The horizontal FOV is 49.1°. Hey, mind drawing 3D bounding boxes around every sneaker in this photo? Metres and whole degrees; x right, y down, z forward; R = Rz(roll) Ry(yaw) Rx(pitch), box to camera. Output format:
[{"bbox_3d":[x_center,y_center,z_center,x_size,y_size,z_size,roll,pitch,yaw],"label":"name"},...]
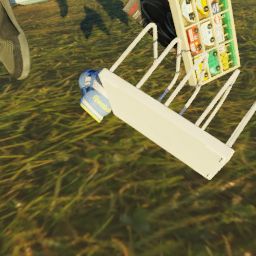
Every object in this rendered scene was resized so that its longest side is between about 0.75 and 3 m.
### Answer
[{"bbox_3d":[-3.001,-2.078,5.816,1.401,2.447,0.935,-23,0,-45],"label":"sneaker"},{"bbox_3d":[-0.614,-0.942,6.527,0.863,0.776,2.098,-42,31,14],"label":"sneaker"}]

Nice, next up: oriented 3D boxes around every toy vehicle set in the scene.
[{"bbox_3d":[1.572,-1.884,5.590,1.157,1.863,0.247,-27,28,-11],"label":"toy vehicle set"}]

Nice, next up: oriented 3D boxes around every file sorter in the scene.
[{"bbox_3d":[0.729,-0.360,3.794,1.782,1.236,1.109,35,78,17],"label":"file sorter"}]

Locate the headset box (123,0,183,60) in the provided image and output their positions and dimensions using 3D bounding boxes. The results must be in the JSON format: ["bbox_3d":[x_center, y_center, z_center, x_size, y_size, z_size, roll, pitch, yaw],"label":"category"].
[{"bbox_3d":[1.235,-3.487,8.288,1.080,2.797,2.081,-55,15,-9],"label":"headset box"}]

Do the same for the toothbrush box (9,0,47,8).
[{"bbox_3d":[-2.853,-3.745,7.282,2.337,0.997,1.711,-11,24,-2],"label":"toothbrush box"}]
